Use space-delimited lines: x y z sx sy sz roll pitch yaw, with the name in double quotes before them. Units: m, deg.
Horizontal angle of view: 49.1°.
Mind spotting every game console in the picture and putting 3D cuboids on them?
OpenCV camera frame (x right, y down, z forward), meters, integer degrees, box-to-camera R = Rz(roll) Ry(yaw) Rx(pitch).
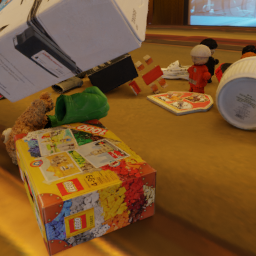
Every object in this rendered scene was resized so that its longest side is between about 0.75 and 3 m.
"game console" 4.314 -1.265 9.374 2.537 0.394 2.243 1 55 -13

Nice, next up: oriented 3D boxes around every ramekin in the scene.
"ramekin" 3.525 -0.910 8.037 2.032 2.032 1.066 15 37 29

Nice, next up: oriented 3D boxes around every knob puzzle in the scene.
"knob puzzle" 2.151 -1.110 10.369 2.459 0.341 2.459 0 24 0

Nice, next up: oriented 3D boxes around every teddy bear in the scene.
"teddy bear" -2.463 -0.120 6.845 1.520 0.700 2.096 -24 35 44

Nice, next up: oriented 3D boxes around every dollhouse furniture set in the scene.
"dollhouse furniture set" 0.738 -1.908 11.051 1.408 1.423 0.733 -35 26 4

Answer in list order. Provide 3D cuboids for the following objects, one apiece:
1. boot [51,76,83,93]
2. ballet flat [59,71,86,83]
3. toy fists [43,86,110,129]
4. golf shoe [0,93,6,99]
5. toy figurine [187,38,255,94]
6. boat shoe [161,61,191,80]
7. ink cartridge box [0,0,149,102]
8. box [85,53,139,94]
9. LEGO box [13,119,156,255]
"boot" -2.750 -1.883 12.044 1.222 0.488 1.344 15 35 33
"ballet flat" -2.803 -2.619 13.297 0.784 0.671 2.361 18 30 34
"toy fists" -1.307 -0.343 7.026 1.196 0.807 2.346 -7 -15 -32
"golf shoe" -4.560 -1.583 11.071 0.570 0.650 1.477 18 29 37
"toy figurine" 3.979 -2.536 11.533 2.796 1.976 2.840 11 26 23
"boat shoe" 2.352 -2.846 13.576 2.462 0.853 0.872 6 25 12
"ink cartridge box" -1.203 -1.985 5.070 2.935 1.236 2.122 -17 47 26
"box" -0.859 -2.540 12.002 1.863 1.041 2.639 -29 28 -1
"LEGO box" -0.930 0.837 5.275 1.875 0.971 2.518 -13 27 -26
